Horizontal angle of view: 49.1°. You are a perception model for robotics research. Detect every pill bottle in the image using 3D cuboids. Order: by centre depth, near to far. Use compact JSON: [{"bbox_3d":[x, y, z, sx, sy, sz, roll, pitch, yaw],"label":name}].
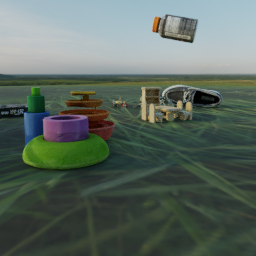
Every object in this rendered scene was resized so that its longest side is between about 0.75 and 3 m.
[{"bbox_3d":[1.021,-2.199,6.149,0.957,0.508,0.508,14,13,10],"label":"pill bottle"}]

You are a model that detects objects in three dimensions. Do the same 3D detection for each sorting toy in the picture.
[{"bbox_3d":[-1.175,-0.193,5.505,1.743,1.190,2.900,0,11,1],"label":"sorting toy"}]

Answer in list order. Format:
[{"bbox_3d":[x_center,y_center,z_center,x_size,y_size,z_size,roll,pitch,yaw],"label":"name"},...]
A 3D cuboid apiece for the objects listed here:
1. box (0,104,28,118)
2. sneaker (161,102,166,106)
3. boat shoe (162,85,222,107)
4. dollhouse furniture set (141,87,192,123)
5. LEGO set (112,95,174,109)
[{"bbox_3d":[-4.324,-0.646,10.304,1.631,0.355,1.307,-5,12,-27],"label":"box"},{"bbox_3d":[1.363,-0.774,10.782,0.364,0.443,0.962,3,11,15],"label":"sneaker"},{"bbox_3d":[2.975,-1.441,13.209,2.808,1.007,0.952,10,12,16],"label":"boat shoe"},{"bbox_3d":[1.128,-0.836,9.459,1.467,1.039,1.597,-5,11,-25],"label":"dollhouse furniture set"},{"bbox_3d":[0.667,-1.334,12.833,2.834,0.803,1.841,1,11,3],"label":"LEGO set"}]
